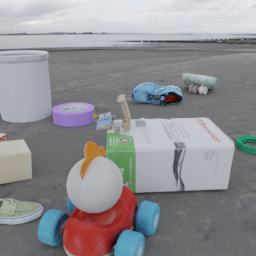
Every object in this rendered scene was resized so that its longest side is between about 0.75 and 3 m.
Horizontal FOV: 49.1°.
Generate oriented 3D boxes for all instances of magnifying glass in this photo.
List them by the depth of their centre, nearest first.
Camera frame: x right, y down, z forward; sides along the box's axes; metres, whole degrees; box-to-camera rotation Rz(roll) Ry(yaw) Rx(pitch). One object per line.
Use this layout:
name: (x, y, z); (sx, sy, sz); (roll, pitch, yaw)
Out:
magnifying glass: (4.253, 0.718, 7.960); (0.990, 0.279, 2.487); (-13, 22, -32)

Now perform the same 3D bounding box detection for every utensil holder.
utensil holder: (-4.157, -1.695, 11.121); (2.146, 2.525, 2.146); (0, 20, 0)

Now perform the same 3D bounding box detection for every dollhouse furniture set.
dollhouse furniture set: (-0.469, -0.297, 6.763); (0.952, 0.621, 0.898); (-13, 26, 8)

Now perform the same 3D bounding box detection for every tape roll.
tape roll: (-2.103, -0.545, 10.914); (1.592, 0.522, 1.592); (-1, 20, 0)

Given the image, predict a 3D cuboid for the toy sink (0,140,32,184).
toy sink: (-3.137, 0.862, 6.770); (1.398, 0.783, 0.911); (-6, 21, -30)

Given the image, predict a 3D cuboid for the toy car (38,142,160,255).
toy car: (-0.449, 1.050, 4.688); (1.724, 1.870, 1.654); (9, 22, 21)

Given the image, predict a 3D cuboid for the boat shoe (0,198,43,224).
boat shoe: (-2.323, 1.570, 5.387); (1.307, 0.405, 0.470); (-3, 21, -8)

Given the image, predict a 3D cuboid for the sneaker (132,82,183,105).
sneaker: (1.405, -1.541, 13.017); (2.449, 0.960, 1.101); (-2, 24, -6)

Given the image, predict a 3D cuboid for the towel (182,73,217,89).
towel: (3.938, -2.553, 15.510); (1.786, 0.502, 2.087); (9, 2, 14)

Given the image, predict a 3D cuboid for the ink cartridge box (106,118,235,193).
ink cartridge box: (0.865, 0.584, 6.911); (2.770, 1.168, 2.024); (-1, 21, -2)

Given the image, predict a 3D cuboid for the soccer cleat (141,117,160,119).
soccer cleat: (0.846, -0.165, 10.191); (1.050, 0.360, 0.447); (9, 31, 31)

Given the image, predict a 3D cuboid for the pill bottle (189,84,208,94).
pill bottle: (3.794, -2.091, 15.089); (0.861, 0.491, 0.491); (16, 26, 37)

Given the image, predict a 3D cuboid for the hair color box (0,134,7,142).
hair color box: (-4.211, 0.669, 7.605); (0.968, 0.558, 1.745); (5, 22, 13)
